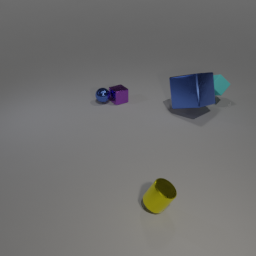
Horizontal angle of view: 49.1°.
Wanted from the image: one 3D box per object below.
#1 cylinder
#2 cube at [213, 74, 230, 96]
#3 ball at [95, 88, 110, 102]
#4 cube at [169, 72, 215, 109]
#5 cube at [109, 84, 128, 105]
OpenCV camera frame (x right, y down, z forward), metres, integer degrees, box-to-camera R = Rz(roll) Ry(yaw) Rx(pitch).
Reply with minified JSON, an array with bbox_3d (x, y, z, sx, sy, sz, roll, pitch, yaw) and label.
[{"bbox_3d":[0.869,1.860,7.704,0.700,0.700,0.700,22,33,-15],"label":"cylinder"},{"bbox_3d":[4.175,-1.999,13.088,0.700,0.700,0.700,-50,12,-1],"label":"cube"},{"bbox_3d":[-1.206,-1.570,13.352,0.700,0.700,0.700,0,32,0],"label":"ball"},{"bbox_3d":[2.833,-1.641,12.300,1.400,1.400,1.400,1,11,45],"label":"cube"},{"bbox_3d":[-0.449,-1.608,13.518,0.700,0.700,0.700,-18,36,-27],"label":"cube"}]
